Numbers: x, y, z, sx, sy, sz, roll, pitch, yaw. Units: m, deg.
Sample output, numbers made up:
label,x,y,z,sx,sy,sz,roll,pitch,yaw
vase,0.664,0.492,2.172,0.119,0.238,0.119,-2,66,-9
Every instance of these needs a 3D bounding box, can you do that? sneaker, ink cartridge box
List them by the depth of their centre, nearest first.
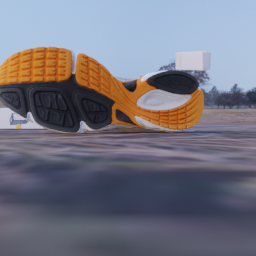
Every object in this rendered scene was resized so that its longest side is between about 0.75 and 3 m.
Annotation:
label,x,y,z,sx,sy,sz,roll,pitch,yaw
sneaker,-0.405,-0.348,4.159,2.849,1.078,1.310,7,-9,-19
ink cartridge box,-2.329,-0.215,6.490,1.113,0.487,0.808,1,0,-4

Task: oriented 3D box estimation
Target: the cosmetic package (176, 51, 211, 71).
label,x,y,z,sx,sy,sz,roll,pitch,yaw
cosmetic package,2.158,-2.240,9.353,0.477,0.606,1.125,-15,21,-39
